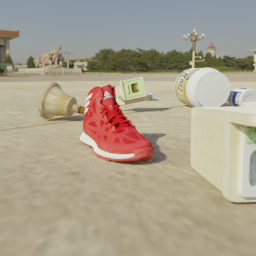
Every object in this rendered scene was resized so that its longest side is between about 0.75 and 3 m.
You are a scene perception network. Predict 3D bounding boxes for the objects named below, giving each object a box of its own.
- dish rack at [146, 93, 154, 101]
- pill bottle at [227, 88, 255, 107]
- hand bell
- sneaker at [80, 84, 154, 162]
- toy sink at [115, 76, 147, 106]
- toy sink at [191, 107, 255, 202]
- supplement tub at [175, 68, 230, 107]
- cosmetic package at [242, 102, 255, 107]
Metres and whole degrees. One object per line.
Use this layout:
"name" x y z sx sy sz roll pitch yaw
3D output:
"dish rack" 0.410 -1.596 14.318 1.599 0.348 1.372 -3 12 -16
"pill bottle" 4.297 -1.105 10.583 0.831 0.831 1.388 -1 11 -4
"hand bell" -1.282 -0.508 7.970 2.176 1.133 1.133 16 15 15
"sneaker" -0.310 -0.162 4.903 0.794 1.171 2.027 -8 14 -37
"toy sink" 0.052 -1.291 9.935 1.146 0.747 0.642 -10 -10 4
"toy sink" 1.553 0.262 3.309 1.141 0.980 1.750 -1 6 -6
"supplement tub" 2.846 -1.550 10.916 1.563 1.563 2.165 -2 11 -8
"cosmetic package" 4.262 -0.557 8.663 1.405 0.520 0.714 -8 13 -29
